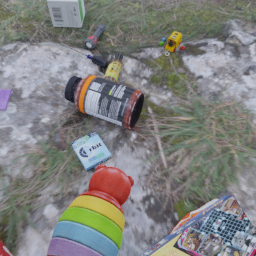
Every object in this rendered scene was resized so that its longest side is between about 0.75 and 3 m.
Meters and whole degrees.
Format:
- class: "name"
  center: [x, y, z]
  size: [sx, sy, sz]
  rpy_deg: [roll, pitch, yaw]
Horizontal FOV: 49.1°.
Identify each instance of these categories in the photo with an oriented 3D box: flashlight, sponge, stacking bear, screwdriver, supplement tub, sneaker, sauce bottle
- class: "flashlight"
  center: [-1.340, -3.723, 11.420]
  size: [0.436, 0.437, 1.287]
  rpy_deg: [13, 52, 15]
- class: "sponge"
  center: [-4.390, -0.986, 9.722]
  size: [0.484, 0.129, 0.868]
  rpy_deg: [0, 56, 1]
- class: "stacking bear"
  center: [-0.792, 2.251, 6.732]
  size: [1.789, 1.675, 2.946]
  rpy_deg: [19, 52, 7]
- class: "screwdriver"
  center: [-1.708, -2.864, 10.852]
  size: [2.138, 0.298, 0.311]
  rpy_deg: [29, 19, 16]
- class: "supplement tub"
  center: [-0.788, -0.926, 8.995]
  size: [2.422, 1.295, 1.295]
  rpy_deg: [21, 58, 14]
- class: "sneaker"
  center: [1.821, 2.443, 7.093]
  size: [1.805, 0.659, 0.696]
  rpy_deg: [-25, 57, -16]
- class: "sauce bottle"
  center: [-0.508, -2.166, 10.296]
  size: [0.492, 0.492, 1.521]
  rpy_deg: [10, 57, 7]

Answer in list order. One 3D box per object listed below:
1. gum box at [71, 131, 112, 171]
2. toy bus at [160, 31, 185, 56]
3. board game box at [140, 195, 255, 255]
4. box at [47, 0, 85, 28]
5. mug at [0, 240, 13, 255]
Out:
- class: "gum box"
  center: [-1.118, 0.687, 8.532]
  size: [0.865, 0.227, 1.018]
  rpy_deg: [-27, 60, -17]
- class: "toy bus"
  center: [1.784, -3.428, 11.146]
  size: [0.896, 0.490, 0.949]
  rpy_deg: [-13, 57, -9]
- class: "board game box"
  center: [1.769, 3.138, 6.350]
  size: [2.916, 0.505, 1.975]
  rpy_deg: [-28, 80, -18]
- class: "box"
  center: [-2.562, -5.093, 11.798]
  size: [1.276, 1.269, 1.093]
  rpy_deg: [2, 56, 2]
- class: "mug"
  center: [-3.694, 2.611, 6.221]
  size: [2.345, 2.082, 1.565]
  rpy_deg: [37, 42, 17]
